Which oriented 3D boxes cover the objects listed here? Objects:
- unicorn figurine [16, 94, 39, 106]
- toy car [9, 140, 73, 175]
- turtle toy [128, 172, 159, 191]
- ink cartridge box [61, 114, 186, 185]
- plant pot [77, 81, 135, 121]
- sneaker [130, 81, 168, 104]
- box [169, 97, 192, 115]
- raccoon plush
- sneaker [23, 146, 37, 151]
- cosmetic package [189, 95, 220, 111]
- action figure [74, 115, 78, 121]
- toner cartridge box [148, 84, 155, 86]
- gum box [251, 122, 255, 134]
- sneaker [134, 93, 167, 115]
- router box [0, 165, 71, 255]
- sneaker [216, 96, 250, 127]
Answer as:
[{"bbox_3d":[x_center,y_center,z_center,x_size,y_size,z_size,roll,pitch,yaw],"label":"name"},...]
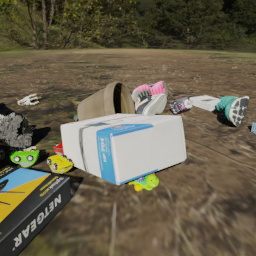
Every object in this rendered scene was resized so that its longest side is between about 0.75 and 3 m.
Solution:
[{"bbox_3d":[-5.032,-1.388,14.104,0.972,0.522,1.415,-17,10,-16],"label":"unicorn figurine"},{"bbox_3d":[-2.394,0.853,7.970,1.814,0.430,1.928,-2,20,-5],"label":"toy car"},{"bbox_3d":[0.421,1.233,6.868,0.659,0.457,0.904,-12,23,-29],"label":"turtle toy"},{"bbox_3d":[-0.248,0.372,7.339,2.067,1.212,2.823,-14,13,-33],"label":"ink cartridge box"},{"bbox_3d":[-0.854,-0.590,10.228,1.676,1.932,1.932,-10,16,22],"label":"plant pot"},{"bbox_3d":[0.850,-1.687,14.346,1.346,1.115,2.822,-4,10,39],"label":"sneaker"},{"bbox_3d":[2.371,-0.992,12.580,0.861,0.569,0.494,-18,-14,-40],"label":"box"},{"bbox_3d":[-4.261,0.261,8.645,1.729,1.249,2.581,1,19,26],"label":"raccoon plush"},{"bbox_3d":[-3.045,0.790,8.369,0.774,0.299,0.303,-14,23,17],"label":"sneaker"},{"bbox_3d":[3.932,-1.239,13.753,1.123,0.385,1.489,-8,21,-29],"label":"cosmetic package"},{"bbox_3d":[-1.599,-0.414,11.563,1.218,0.333,0.719,-1,18,-24],"label":"action figure"},{"bbox_3d":[1.607,-2.529,17.422,1.217,0.263,0.578,-18,27,-40],"label":"toner cartridge box"},{"bbox_3d":[5.576,0.228,9.651,1.652,0.433,1.945,-4,20,-10],"label":"gum box"},{"bbox_3d":[0.915,-1.012,12.297,0.952,0.941,2.398,15,25,25],"label":"sneaker"},{"bbox_3d":[-2.501,1.627,5.556,1.779,0.609,2.385,7,21,18],"label":"router box"},{"bbox_3d":[4.218,-0.785,11.473,1.190,1.158,2.988,14,13,22],"label":"sneaker"}]
